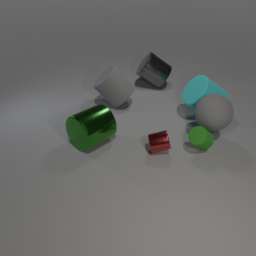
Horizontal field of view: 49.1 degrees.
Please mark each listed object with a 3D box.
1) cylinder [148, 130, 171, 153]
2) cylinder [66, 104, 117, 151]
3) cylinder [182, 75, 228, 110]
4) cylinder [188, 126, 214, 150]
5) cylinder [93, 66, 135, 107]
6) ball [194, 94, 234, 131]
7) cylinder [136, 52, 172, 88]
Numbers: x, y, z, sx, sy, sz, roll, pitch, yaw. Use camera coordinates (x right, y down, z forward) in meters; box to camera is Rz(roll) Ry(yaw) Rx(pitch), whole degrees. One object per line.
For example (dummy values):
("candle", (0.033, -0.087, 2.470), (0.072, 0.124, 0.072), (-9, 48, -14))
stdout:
("cylinder", (1.137, 0.493, 10.130), (0.700, 0.700, 0.700), (-13, 31, 7))
("cylinder", (-1.384, -0.031, 10.573), (1.400, 1.400, 1.400), (26, 40, 36))
("cylinder", (3.311, -1.329, 12.032), (1.400, 1.400, 1.400), (27, 21, -28))
("cylinder", (2.624, 0.363, 10.053), (0.700, 0.700, 0.700), (33, 4, 41))
("cylinder", (-0.651, -1.932, 13.101), (1.400, 1.400, 1.400), (-38, 23, 19))
("ball", (3.203, -0.578, 10.468), (1.400, 1.400, 1.400), (0, 32, 0))
("cylinder", (1.393, -3.103, 15.058), (1.400, 1.400, 1.400), (31, 28, -16))
